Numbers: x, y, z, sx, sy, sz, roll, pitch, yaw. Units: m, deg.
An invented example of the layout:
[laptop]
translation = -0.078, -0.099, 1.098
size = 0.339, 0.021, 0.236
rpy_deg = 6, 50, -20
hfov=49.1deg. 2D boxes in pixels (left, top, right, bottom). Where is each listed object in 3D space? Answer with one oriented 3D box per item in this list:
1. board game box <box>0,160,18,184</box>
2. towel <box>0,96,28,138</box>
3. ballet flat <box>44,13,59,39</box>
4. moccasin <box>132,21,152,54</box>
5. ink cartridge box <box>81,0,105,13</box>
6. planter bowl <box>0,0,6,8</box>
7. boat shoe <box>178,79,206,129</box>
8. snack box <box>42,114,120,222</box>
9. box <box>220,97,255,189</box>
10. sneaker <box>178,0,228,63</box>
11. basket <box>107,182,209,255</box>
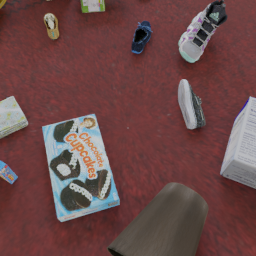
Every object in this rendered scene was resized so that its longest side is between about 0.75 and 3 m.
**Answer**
[board game box]
translation = -3.503, 1.035, 7.506
size = 0.883, 0.902, 0.252
rpy_deg = 28, 63, 17
[towel]
translation = -3.818, -0.332, 8.693
size = 1.065, 0.299, 1.244
rpy_deg = -28, 63, -19
[ballet flat]
translation = -2.963, -4.092, 10.838
size = 0.525, 0.482, 1.529
rpy_deg = -17, 60, -10
[moccasin]
translation = 0.560, -3.487, 10.422
size = 0.659, 0.559, 1.638
rpy_deg = 10, 59, 6
[ink cartridge box]
translation = -1.045, -5.540, 11.587
size = 1.855, 0.703, 1.371
rpy_deg = -6, 59, -5
[planter bowl]
translation = -5.665, -5.538, 11.031
size = 2.812, 1.171, 2.812
rpy_deg = 0, 93, 7
[boat shoe]
translation = 2.010, -0.749, 8.831
size = 0.606, 0.616, 1.709
rpy_deg = -3, 69, -12
[snack box]
translation = -1.352, 0.992, 7.756
size = 1.592, 0.508, 2.740
rpy_deg = -15, 60, -9
[box]
translation = 3.878, 0.549, 7.633
size = 2.005, 1.144, 2.180
rpy_deg = 21, 62, 11
[sneaker]
translation = 2.731, -3.556, 9.688
size = 0.975, 1.755, 2.509
rpy_deg = 30, 62, -13
[basket]
translation = 0.883, 2.429, 6.425
size = 1.875, 1.414, 2.080
rpy_deg = 31, 60, 17
